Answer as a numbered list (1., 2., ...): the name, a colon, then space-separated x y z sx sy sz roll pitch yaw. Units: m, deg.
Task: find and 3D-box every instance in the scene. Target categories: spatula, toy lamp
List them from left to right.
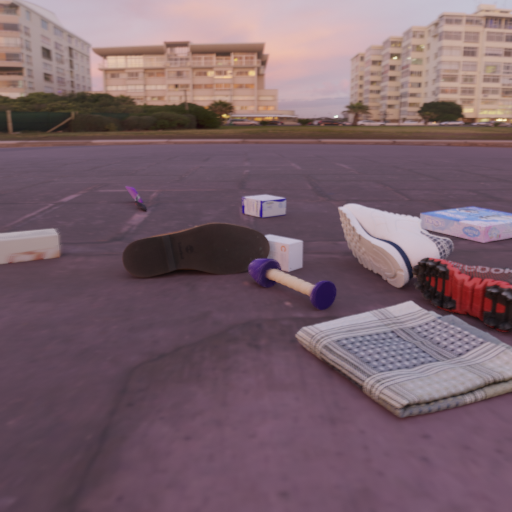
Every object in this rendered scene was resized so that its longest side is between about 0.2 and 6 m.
1. spatula: -3.606 -1.682 17.097 0.223 0.613 2.169 -34 29 -6
2. toy lamp: 0.489 0.396 8.844 0.509 0.509 1.747 -10 18 -33

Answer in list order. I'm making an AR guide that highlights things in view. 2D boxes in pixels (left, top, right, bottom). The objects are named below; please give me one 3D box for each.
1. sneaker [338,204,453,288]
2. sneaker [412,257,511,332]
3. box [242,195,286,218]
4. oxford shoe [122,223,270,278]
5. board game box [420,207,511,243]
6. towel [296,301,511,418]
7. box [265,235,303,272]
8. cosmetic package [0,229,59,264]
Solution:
1. sneaker: 2.368 -0.345 10.071 1.091 1.035 2.710 -28 30 -5
2. sneaker: 3.195 0.478 8.062 0.984 0.712 2.013 -9 19 -30
3. box: 0.215 -1.401 15.727 0.872 0.498 0.948 -11 17 -37
4. oxford shoe: -1.069 -0.148 10.211 2.607 0.930 0.929 -3 7 -7
5. board game box: 5.346 -0.789 13.509 1.927 0.420 1.937 -9 17 -29
6. towel: 1.863 1.068 6.464 2.141 0.370 2.061 -6 15 -24
7. box: 0.424 -0.062 10.507 0.842 0.523 0.410 14 20 42
8. cosmetic package: -4.528 -0.193 11.051 1.146 0.500 0.592 -7 19 -26
